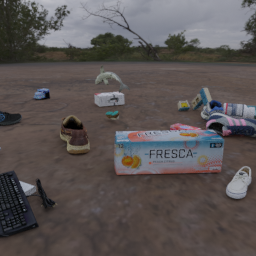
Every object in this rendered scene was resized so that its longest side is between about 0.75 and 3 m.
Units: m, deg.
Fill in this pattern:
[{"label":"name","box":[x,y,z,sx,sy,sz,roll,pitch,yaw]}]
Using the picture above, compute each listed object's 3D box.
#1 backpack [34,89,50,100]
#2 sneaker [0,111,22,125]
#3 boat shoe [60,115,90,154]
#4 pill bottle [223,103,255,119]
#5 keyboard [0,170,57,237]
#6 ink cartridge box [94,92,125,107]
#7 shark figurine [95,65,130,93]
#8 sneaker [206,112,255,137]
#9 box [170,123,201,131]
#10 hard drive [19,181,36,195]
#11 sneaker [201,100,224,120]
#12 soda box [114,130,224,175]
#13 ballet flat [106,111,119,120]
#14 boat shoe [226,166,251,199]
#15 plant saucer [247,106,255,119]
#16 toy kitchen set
[{"label":"backpack","box":[-5.343,-2.066,17.217,0.796,0.587,0.872,16,25,41]},{"label":"sneaker","box":[-5.394,-0.480,11.858,1.751,0.717,0.641,-12,21,-36]},{"label":"boat shoe","box":[-1.882,0.014,9.810,0.974,0.972,2.700,-5,18,-15]},{"label":"pill bottle","box":[4.881,-0.676,12.418,1.282,0.767,0.767,7,19,17]},{"label":"keyboard","box":[-2.323,1.463,6.012,1.270,0.206,1.998,-9,28,-32]},{"label":"ink cartridge box","box":[-1.048,-1.635,15.752,1.455,0.603,1.068,-8,18,-22]},{"label":"shark figurine","box":[-0.740,-2.546,14.124,1.892,1.130,0.790,20,26,25]},{"label":"sneaker","box":[3.987,0.060,10.435,2.192,0.769,0.899,13,42,36]},{"label":"box","box":[2.036,0.206,9.995,1.002,0.514,0.474,16,24,39]},{"label":"hard drive","box":[-2.911,1.447,6.565,1.243,0.163,0.820,10,20,27]},{"label":"sneaker","box":[3.842,-0.792,12.428,0.882,0.975,2.290,1,16,2]},{"label":"soda box","box":[1.066,0.642,7.743,2.887,0.987,0.918,-1,17,-3]},{"label":"ballet flat","box":[-0.617,-0.530,12.296,0.352,0.376,1.038,-46,24,-26]},{"label":"boat shoe","box":[2.697,1.256,6.710,0.444,0.438,1.254,13,21,36]},{"label":"plant saucer","box":[6.120,-0.729,13.413,2.039,0.279,2.039,-1,18,0]},{"label":"toy kitchen set","box":[3.263,-1.241,13.868,1.124,0.827,1.404,-6,-25,-16]}]
